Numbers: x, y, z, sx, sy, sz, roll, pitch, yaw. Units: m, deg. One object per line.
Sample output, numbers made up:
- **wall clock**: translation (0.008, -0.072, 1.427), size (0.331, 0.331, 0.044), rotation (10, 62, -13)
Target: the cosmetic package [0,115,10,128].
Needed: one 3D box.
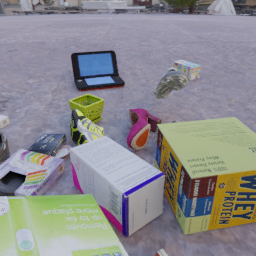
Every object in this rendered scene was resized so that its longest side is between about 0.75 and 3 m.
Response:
- **cosmetic package**: translation (-4.860, -0.267, 10.323), size (0.799, 0.324, 0.451), rotation (9, 29, 20)

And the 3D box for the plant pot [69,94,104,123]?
- **plant pot**: translation (-1.518, -0.643, 10.427), size (0.968, 0.882, 0.972), rotation (24, 36, 37)

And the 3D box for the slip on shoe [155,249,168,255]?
- **slip on shoe**: translation (0.807, 2.708, 4.611), size (0.448, 0.543, 1.465), rotation (-37, 40, -6)

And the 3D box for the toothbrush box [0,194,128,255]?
- **toothbrush box**: translation (-1.063, 2.245, 4.090), size (1.983, 1.173, 2.724), rotation (7, 22, -32)

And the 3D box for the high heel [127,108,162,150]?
- **high heel**: translation (0.163, -0.037, 9.242), size (1.290, 0.904, 2.683), rotation (21, 18, 16)

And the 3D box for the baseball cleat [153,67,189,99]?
- **baseball cleat**: translation (1.625, -1.891, 10.478), size (0.841, 1.284, 2.412), rotation (29, -16, -12)

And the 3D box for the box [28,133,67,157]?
- **box**: translation (-2.508, 0.533, 8.749), size (0.843, 0.273, 1.069), rotation (-2, 28, 14)

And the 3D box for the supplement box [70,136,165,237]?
- **supplement box**: translation (-0.323, 1.231, 6.613), size (1.165, 1.140, 2.253), rotation (-22, 35, -35)

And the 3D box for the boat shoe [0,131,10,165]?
- **boat shoe**: translation (-4.103, 0.434, 8.608), size (0.791, 0.674, 2.366), rotation (-15, 32, -27)

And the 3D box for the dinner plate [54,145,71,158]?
- **dinner plate**: translation (-2.098, 0.753, 8.544), size (0.785, 0.095, 0.785), rotation (-8, 25, 4)

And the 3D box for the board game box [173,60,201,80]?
- **board game box**: translation (3.206, -3.216, 15.446), size (0.734, 0.721, 1.399), rotation (-18, 33, -30)

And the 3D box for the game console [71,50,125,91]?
- **game console**: translation (-1.540, -2.965, 14.227), size (2.408, 1.429, 2.076), rotation (-9, 29, -15)

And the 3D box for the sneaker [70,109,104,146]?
- **sneaker**: translation (-1.301, 0.161, 9.120), size (0.873, 0.861, 2.284), rotation (-6, 38, -26)

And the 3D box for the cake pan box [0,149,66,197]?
- **cake pan box**: translation (-2.701, 1.252, 7.322), size (1.487, 0.422, 1.615), rotation (10, 32, 20)

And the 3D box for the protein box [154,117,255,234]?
- **protein box**: translation (2.013, 0.973, 6.670), size (2.237, 1.520, 2.254), rotation (-6, 28, -10)

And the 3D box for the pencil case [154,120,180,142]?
- **pencil case**: translation (1.394, 0.204, 9.215), size (0.585, 0.509, 1.307), rotation (31, 37, 13)
